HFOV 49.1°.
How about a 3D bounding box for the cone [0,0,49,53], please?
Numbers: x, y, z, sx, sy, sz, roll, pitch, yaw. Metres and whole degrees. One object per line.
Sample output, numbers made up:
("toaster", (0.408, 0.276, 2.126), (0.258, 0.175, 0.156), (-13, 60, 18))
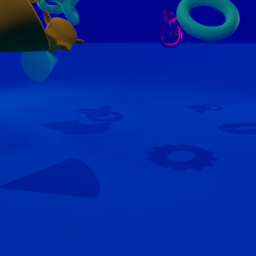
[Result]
("cone", (-2.530, -1.739, 5.142), (1.516, 1.511, 1.511), (-37, 32, -17))

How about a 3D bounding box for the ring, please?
("ring", (2.285, -3.222, 8.033), (1.792, 0.358, 1.792), (1, 62, -2))

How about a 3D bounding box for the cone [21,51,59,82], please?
("cone", (-2.405, -1.990, 8.354), (1.052, 1.052, 1.056), (8, 22, 23))

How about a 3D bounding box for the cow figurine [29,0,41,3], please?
("cow figurine", (-3.190, -3.910, 8.066), (1.285, 0.717, 1.305), (-9, 22, -11))

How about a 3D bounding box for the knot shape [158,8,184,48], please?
("knot shape", (1.618, -3.549, 10.177), (1.363, 1.276, 0.630), (7, 20, -37))

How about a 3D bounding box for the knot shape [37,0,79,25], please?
("knot shape", (-2.278, -4.366, 9.462), (1.821, 0.841, 1.704), (32, -11, -21))

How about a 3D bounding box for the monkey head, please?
("monkey head", (-2.008, -2.651, 8.099), (1.405, 0.847, 1.011), (34, -29, -32))
